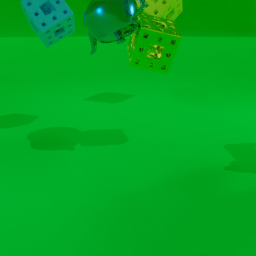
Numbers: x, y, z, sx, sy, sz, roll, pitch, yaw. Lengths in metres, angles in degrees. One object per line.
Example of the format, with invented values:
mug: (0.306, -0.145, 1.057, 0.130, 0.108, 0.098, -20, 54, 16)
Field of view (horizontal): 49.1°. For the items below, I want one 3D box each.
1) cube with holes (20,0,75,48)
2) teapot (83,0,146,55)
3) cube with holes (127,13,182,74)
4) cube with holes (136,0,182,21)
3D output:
cube with holes: (-2.176, -3.054, 7.759, 0.983, 0.983, 0.983, -36, -2, -12)
teapot: (-0.357, -2.300, 6.176, 1.976, 0.967, 1.228, -21, 1, 44)
cube with holes: (0.580, -2.008, 6.639, 0.951, 0.951, 0.951, 9, 40, -12)
cube with holes: (1.074, -4.580, 10.466, 1.331, 1.331, 1.331, 41, 3, 13)
